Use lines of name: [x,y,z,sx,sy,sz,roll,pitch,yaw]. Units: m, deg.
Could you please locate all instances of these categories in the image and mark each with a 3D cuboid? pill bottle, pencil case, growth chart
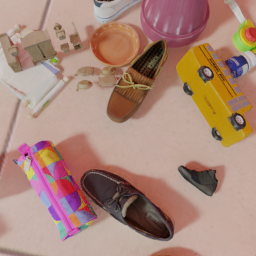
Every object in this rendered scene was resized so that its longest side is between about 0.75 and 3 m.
pill bottle: [3.348,-1.898,8.647,1.107,0.641,0.641,-29,78,-8]
pencil case: [-1.956,1.610,7.547,1.199,1.199,2.714,-35,79,-8]
growth chart: [-3.222,-1.915,8.855,2.057,0.252,2.842,-44,80,-10]

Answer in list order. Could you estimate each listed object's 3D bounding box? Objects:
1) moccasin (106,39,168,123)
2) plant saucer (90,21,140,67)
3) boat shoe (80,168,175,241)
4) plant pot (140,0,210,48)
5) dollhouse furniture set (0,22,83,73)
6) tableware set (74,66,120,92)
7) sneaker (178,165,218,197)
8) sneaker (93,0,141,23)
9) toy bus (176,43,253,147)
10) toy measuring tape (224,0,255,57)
moccasin: [0.326,-1.395,8.220,1.039,1.096,2.840,38,78,6]
plant saucer: [-0.412,-2.657,9.012,1.592,0.298,1.592,0,75,0]
boat shoe: [-0.013,2.019,7.521,2.971,0.963,1.069,35,79,8]
plant pot: [1.496,-3.865,8.451,2.196,1.966,2.196,0,76,0]
dollhouse furniture set: [-2.633,-2.684,8.393,2.264,1.173,1.002,-21,79,-6]
tableware set: [-0.959,-1.545,8.508,1.432,0.166,1.197,-3,42,3]
sneaker: [2.028,1.322,7.966,1.227,0.469,0.703,35,77,5]
sneaker: [-0.015,-4.574,9.122,1.010,0.979,2.765,40,80,9]
toy bus: [2.559,-0.972,8.136,1.148,0.954,2.932,-22,76,-32]
toy measuring tape: [3.485,-3.138,8.811,0.805,0.805,2.187,-29,85,-7]
